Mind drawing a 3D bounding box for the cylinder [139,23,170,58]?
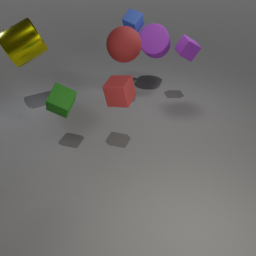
[{"bbox_3d":[1.286,-4.107,13.346,1.400,1.400,1.400,6,8,11],"label":"cylinder"}]

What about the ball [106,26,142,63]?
[{"bbox_3d":[-0.160,-3.309,11.121,1.400,1.400,1.400,0,31,0],"label":"ball"}]

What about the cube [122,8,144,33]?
[{"bbox_3d":[0.240,-4.843,12.734,0.700,0.700,0.700,30,78,19],"label":"cube"}]

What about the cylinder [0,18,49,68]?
[{"bbox_3d":[-4.070,-3.300,10.878,1.400,1.400,1.400,-33,38,-5],"label":"cylinder"}]

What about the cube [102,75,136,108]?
[{"bbox_3d":[-0.246,-1.092,8.308,0.700,0.700,0.700,4,40,22],"label":"cube"}]

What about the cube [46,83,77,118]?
[{"bbox_3d":[-2.060,-0.840,8.642,0.700,0.700,0.700,24,67,-7],"label":"cube"}]

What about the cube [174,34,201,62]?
[{"bbox_3d":[2.501,-3.359,11.766,0.700,0.700,0.700,20,33,-27],"label":"cube"}]
